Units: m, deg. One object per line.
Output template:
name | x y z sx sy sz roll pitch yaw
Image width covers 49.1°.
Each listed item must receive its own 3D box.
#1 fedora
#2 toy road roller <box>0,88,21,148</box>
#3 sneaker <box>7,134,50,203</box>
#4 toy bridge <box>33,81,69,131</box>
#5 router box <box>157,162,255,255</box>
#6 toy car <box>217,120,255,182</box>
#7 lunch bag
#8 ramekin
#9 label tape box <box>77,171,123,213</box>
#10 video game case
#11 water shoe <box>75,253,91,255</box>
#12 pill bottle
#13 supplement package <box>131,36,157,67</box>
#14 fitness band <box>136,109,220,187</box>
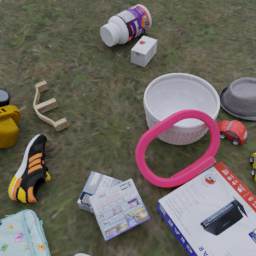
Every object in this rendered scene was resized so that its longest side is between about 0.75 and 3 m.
fedora | 4.781 -1.297 11.030 2.228 1.006 1.971 2 53 2
toy road roller | -4.886 -0.122 9.582 2.482 1.525 1.812 -23 69 -43
sneaker | -2.941 1.328 9.185 1.061 0.825 2.358 12 59 7
toy bridge | -3.240 -0.863 11.078 0.888 0.360 2.642 -27 56 -13
router box | 2.687 2.737 8.133 2.545 0.693 2.836 -27 57 -19
toy car | 4.901 0.387 9.976 2.639 0.626 2.805 -20 56 -15
lunch bag | -2.993 3.271 7.701 1.550 0.745 1.932 -23 56 -17
ramekin | 1.881 -0.625 10.273 2.653 1.393 2.653 0 53 0
label tape box | -0.609 2.141 8.708 1.580 0.522 1.132 15 55 13
video game case | -0.265 2.332 8.101 1.399 0.318 1.268 -20 72 -18
water shoe | -0.383 4.195 6.828 2.858 1.022 1.128 26 59 19
pill bottle | -0.122 -4.911 13.584 2.397 1.335 1.335 -36 61 -24
supplement package | 0.739 -3.549 12.920 0.745 0.736 1.229 23 56 17
fitness band | 1.600 0.636 8.919 2.827 0.529 2.031 -34 95 3
